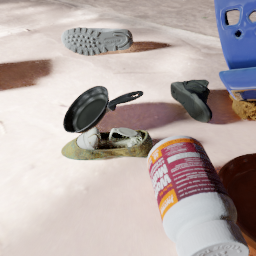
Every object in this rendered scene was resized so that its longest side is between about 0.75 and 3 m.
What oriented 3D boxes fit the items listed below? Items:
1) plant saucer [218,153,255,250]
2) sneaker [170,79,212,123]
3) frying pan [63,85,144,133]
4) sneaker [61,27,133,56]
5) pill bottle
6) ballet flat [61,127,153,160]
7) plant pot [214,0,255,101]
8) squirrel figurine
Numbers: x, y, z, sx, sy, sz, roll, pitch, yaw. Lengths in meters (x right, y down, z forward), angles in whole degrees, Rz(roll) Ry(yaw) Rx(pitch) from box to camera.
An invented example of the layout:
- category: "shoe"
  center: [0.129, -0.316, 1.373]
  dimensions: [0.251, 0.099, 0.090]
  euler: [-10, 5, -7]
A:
- category: "plant saucer"
  center: [2.914, 1.438, 5.316]
  dimensions: [2.492, 0.402, 2.492]
  euler: [1, 37, -1]
- category: "sneaker"
  center: [2.085, -0.885, 8.082]
  dimensions: [1.105, 0.737, 1.929]
  euler: [-16, 34, -10]
- category: "frying pan"
  center: [-0.653, -0.668, 7.158]
  dimensions: [2.552, 0.415, 1.544]
  euler: [-26, 42, 22]
- category: "sneaker"
  center: [-1.276, -3.671, 11.673]
  dimensions: [2.915, 1.114, 1.173]
  euler: [0, 27, -9]
- category: "pill bottle"
  center: [1.112, 1.244, 4.892]
  dimensions: [1.218, 1.218, 2.222]
  euler: [-5, 38, -6]
- category: "ballet flat"
  center: [-0.502, 0.311, 6.524]
  dimensions: [2.163, 0.765, 0.765]
  euler: [0, 37, 0]
- category: "plant pot"
  center: [3.227, -1.797, 6.168]
  dimensions: [2.430, 2.185, 2.430]
  euler: [1, -2, 25]
- category: "squirrel figurine"
  center: [4.025, -0.901, 7.853]
  dimensions: [1.962, 1.488, 2.103]
  euler: [16, 53, 4]
